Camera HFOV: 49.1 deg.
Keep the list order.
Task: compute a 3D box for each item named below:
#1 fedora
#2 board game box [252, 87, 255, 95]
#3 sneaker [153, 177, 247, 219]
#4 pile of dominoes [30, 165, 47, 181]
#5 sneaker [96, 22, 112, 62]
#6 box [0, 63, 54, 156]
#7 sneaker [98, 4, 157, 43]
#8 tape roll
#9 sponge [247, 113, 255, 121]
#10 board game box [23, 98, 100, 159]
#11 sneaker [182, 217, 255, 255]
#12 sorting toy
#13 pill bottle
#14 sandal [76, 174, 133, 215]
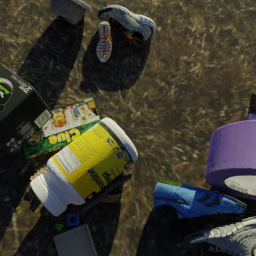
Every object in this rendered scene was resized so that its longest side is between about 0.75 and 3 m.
[{"bbox_3d":[-2.240,-4.402,10.163,1.953,1.727,0.882,42,110,37],"label":"fedora"},{"bbox_3d":[5.244,-0.846,9.197,1.028,0.482,2.023,-34,74,-10],"label":"board game box"},{"bbox_3d":[1.984,2.171,7.971,2.570,0.847,1.008,13,79,6],"label":"sneaker"},{"bbox_3d":[-2.359,1.490,8.589,0.803,0.164,1.030,41,67,14],"label":"pile of dominoes"},{"bbox_3d":[-0.791,-3.034,10.032,0.545,0.538,1.393,5,88,8],"label":"sneaker"},{"bbox_3d":[-3.884,-0.733,8.427,2.449,1.522,1.819,34,72,23],"label":"box"},{"bbox_3d":[-0.112,-3.758,10.137,2.221,0.821,0.881,22,76,8],"label":"sneaker"},{"bbox_3d":[3.546,0.980,7.228,2.903,2.903,1.234,13,69,5],"label":"tape roll"},{"bbox_3d":[4.302,-0.112,9.134,0.857,0.128,0.478,23,70,8],"label":"sponge"},{"bbox_3d":[-2.156,-0.015,9.029,2.542,0.298,1.332,-19,73,-7],"label":"board game box"},{"bbox_3d":[2.706,3.308,7.506,2.325,0.872,1.343,-13,72,-6],"label":"sneaker"},{"bbox_3d":[-1.459,3.323,7.822,1.024,0.248,1.818,-21,71,-3],"label":"sorting toy"},{"bbox_3d":[-1.223,1.112,7.915,2.791,1.569,1.569,-38,74,-12],"label":"pill bottle"},{"bbox_3d":[-0.601,1.961,8.075,1.900,0.776,0.519,-36,90,-14],"label":"sandal"}]
